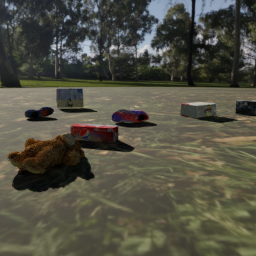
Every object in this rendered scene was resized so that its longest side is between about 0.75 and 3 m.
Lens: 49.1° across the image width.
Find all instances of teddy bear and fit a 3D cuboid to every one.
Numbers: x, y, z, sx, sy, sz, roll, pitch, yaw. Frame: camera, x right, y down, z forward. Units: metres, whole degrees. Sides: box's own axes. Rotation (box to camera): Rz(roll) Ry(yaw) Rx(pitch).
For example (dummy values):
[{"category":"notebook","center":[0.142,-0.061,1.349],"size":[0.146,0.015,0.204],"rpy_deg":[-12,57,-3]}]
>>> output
[{"category":"teddy bear","center":[-1.705,0.502,6.161],"size":[1.829,0.611,1.326],"rpy_deg":[-10,17,-43]}]

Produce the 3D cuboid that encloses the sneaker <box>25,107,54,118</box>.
[{"category":"sneaker","center":[-4.059,-0.654,12.966],"size":[1.314,0.495,0.516],"rpy_deg":[-16,24,-27]}]

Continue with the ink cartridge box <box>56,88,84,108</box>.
[{"category":"ink cartridge box","center":[-3.548,-1.842,17.131],"size":[1.597,0.686,1.170],"rpy_deg":[-2,45,-11]}]

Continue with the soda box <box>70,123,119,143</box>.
[{"category":"soda box","center":[-1.016,0.141,8.502],"size":[1.415,0.449,0.495],"rpy_deg":[4,11,16]}]

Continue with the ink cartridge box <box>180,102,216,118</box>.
[{"category":"ink cartridge box","center":[3.422,-0.902,13.642],"size":[1.467,0.612,1.064],"rpy_deg":[-8,13,-36]}]

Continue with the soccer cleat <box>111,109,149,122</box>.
[{"category":"soccer cleat","center":[0.107,-0.472,11.696],"size":[1.599,0.546,0.585],"rpy_deg":[-4,19,-25]}]

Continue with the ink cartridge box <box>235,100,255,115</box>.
[{"category":"ink cartridge box","center":[6.149,-1.018,14.015],"size":[1.436,0.714,0.282],"rpy_deg":[6,12,36]}]
